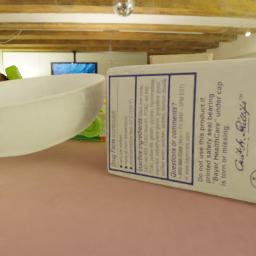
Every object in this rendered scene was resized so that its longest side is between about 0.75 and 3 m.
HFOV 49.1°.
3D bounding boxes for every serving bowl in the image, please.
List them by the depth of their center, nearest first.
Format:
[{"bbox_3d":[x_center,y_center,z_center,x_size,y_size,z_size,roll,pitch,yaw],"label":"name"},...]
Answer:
[{"bbox_3d":[-1.626,-0.193,4.296,2.691,0.885,2.691,-6,17,2],"label":"serving bowl"}]

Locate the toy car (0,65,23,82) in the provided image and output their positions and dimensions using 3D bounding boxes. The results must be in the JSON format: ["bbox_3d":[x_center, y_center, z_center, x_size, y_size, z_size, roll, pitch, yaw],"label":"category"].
[{"bbox_3d":[-2.703,-0.394,6.029,1.260,1.211,1.534,-25,52,-3],"label":"toy car"}]

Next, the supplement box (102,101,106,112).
[{"bbox_3d":[-0.489,-0.597,9.419,1.080,0.588,0.591,0,8,-1],"label":"supplement box"}]

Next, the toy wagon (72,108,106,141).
[{"bbox_3d":[-1.053,-0.166,6.566,2.815,0.557,2.184,3,8,23],"label":"toy wagon"}]

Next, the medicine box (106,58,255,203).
[{"bbox_3d":[1.405,-0.119,3.618,2.580,1.328,2.350,6,10,33],"label":"medicine box"}]

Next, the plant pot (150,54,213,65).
[{"bbox_3d":[2.780,-2.338,14.485,2.907,2.574,2.904,1,8,14],"label":"plant pot"}]
